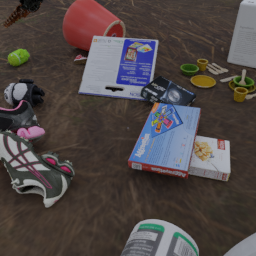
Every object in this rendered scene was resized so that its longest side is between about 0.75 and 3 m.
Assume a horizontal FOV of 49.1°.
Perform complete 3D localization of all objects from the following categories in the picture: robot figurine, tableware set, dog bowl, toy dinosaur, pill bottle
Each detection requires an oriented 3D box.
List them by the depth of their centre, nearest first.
[{"bbox_3d":[2.561,2.131,3.295,2.812,2.812,1.108,-1,40,-2],"label":"dog bowl"},{"bbox_3d":[0.232,2.533,4.093,1.198,1.198,2.119,15,39,19],"label":"pill bottle"},{"bbox_3d":[-2.501,-3.359,7.269,0.964,1.887,1.281,20,6,-9],"label":"toy dinosaur"},{"bbox_3d":[-3.382,-1.087,9.135,1.232,0.769,0.926,4,32,5],"label":"robot figurine"},{"bbox_3d":[3.398,-1.879,10.432,2.000,0.456,2.970,-16,41,-20],"label":"tableware set"},{"bbox_3d":[-4.589,-2.945,11.718,0.848,0.559,0.967,-7,30,35],"label":"robot figurine"}]

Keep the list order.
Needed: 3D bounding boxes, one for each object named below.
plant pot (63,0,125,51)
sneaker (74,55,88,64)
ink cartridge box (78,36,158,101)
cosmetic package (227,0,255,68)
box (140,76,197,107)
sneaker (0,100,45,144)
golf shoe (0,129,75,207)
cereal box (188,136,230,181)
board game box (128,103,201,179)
[{"bbox_3d":[-1.360,-4.310,12.344,2.006,2.267,2.267,32,47,23],"label":"plant pot"},{"bbox_3d":[-1.876,-2.917,11.909,0.806,0.287,0.453,-1,41,2],"label":"sneaker"},{"bbox_3d":[-0.300,-2.166,10.365,2.558,0.608,2.589,7,71,8],"label":"ink cartridge box"},{"bbox_3d":[5.532,-3.964,11.492,2.006,2.431,2.004,19,42,23],"label":"cosmetic package"},{"bbox_3d":[1.335,-1.080,9.282,1.493,0.325,1.196,33,47,21],"label":"box"},{"bbox_3d":[-3.653,-0.003,7.083,2.823,1.346,1.115,-14,-4,-25],"label":"sneaker"},{"bbox_3d":[-2.405,0.820,6.260,2.374,0.916,1.045,25,59,5],"label":"golf shoe"},{"bbox_3d":[1.699,0.668,7.199,1.741,0.344,1.252,8,37,12],"label":"cereal box"},{"bbox_3d":[1.065,0.180,7.353,1.395,0.263,2.709,10,37,15],"label":"board game box"}]
